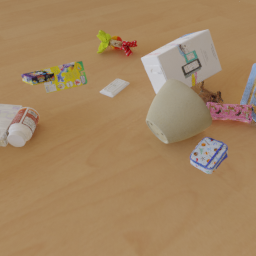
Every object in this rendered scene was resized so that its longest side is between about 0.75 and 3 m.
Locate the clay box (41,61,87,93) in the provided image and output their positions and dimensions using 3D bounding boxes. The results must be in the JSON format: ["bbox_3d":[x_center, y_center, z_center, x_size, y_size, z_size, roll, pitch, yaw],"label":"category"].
[{"bbox_3d":[-2.430,-1.959,10.750,1.619,0.930,0.385,-13,12,-4],"label":"clay box"}]

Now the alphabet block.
[{"bbox_3d":[6.479,-1.369,11.523,2.320,2.279,2.266,-13,45,-14],"label":"alphabet block"}]

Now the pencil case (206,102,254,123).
[{"bbox_3d":[4.228,-0.654,11.846,1.936,0.838,0.802,6,80,7],"label":"pencil case"}]

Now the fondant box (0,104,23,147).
[{"bbox_3d":[-5.315,-0.176,11.460,1.425,0.575,1.976,5,41,5],"label":"fondant box"}]

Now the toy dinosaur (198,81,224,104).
[{"bbox_3d":[3.461,-1.296,12.583,1.336,0.846,1.971,41,64,14],"label":"toy dinosaur"}]

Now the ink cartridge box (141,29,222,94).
[{"bbox_3d":[2.336,-2.877,12.593,2.635,1.924,1.934,-29,19,-11],"label":"ink cartridge box"}]

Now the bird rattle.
[{"bbox_3d":[-0.638,-5.095,16.551,2.396,1.350,1.954,3,26,-1],"label":"bird rattle"}]

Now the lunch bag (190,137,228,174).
[{"bbox_3d":[2.486,0.805,8.496,0.896,0.423,1.118,28,64,36],"label":"lunch bag"}]

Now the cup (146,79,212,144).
[{"bbox_3d":[1.702,-0.415,10.714,1.720,2.405,2.405,-41,53,-8],"label":"cup"}]

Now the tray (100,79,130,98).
[{"bbox_3d":[-0.645,-2.046,13.852,0.808,0.167,1.506,23,47,25],"label":"tray"}]

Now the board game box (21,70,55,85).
[{"bbox_3d":[-2.454,-1.392,7.640,0.641,0.220,0.775,-21,28,-34],"label":"board game box"}]

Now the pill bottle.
[{"bbox_3d":[-4.147,-0.035,11.073,0.884,0.884,1.575,2,42,3],"label":"pill bottle"}]
